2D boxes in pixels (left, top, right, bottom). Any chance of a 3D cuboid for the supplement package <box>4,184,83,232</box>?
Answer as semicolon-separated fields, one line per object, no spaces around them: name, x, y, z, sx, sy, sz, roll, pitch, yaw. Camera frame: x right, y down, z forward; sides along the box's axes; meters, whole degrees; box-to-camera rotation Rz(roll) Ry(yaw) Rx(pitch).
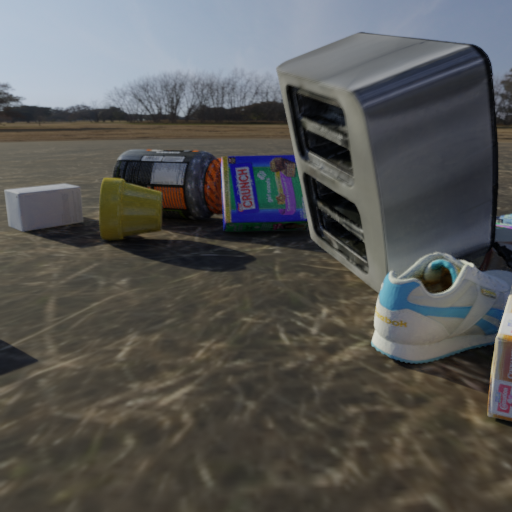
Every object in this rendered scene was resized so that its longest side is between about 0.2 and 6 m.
supplement package;-4.656;-1.088;12.322;1.388;0.841;0.831;-13;20;-42

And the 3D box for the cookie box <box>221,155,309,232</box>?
cookie box;0.179;-1.302;11.716;1.783;1.525;0.670;-2;-17;-6

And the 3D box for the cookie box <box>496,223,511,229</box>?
cookie box;4.077;-0.291;10.023;1.040;0.457;1.216;10;19;30

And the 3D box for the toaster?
toaster;1.885;-1.371;8.038;1.985;3.025;3.345;-23;31;-12

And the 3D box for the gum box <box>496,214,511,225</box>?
gum box;5.847;-0.571;11.327;1.295;0.340;1.524;-10;18;-32

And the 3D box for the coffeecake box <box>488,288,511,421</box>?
coffeecake box;3.185;0.937;4.752;2.081;0.760;1.597;8;17;27

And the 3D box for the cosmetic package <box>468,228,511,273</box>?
cosmetic package;3.810;-0.035;8.489;1.201;0.621;0.524;1;47;8

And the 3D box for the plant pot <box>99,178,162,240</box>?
plant pot;-2.414;-0.897;10.946;1.136;1.208;1.208;2;14;-8

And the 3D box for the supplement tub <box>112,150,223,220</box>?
supplement tub;-1.864;-1.654;12.995;2.597;1.591;1.591;6;16;20

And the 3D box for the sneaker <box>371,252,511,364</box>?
sneaker;2.270;0.441;6.174;2.294;0.927;0.878;-13;24;-34
